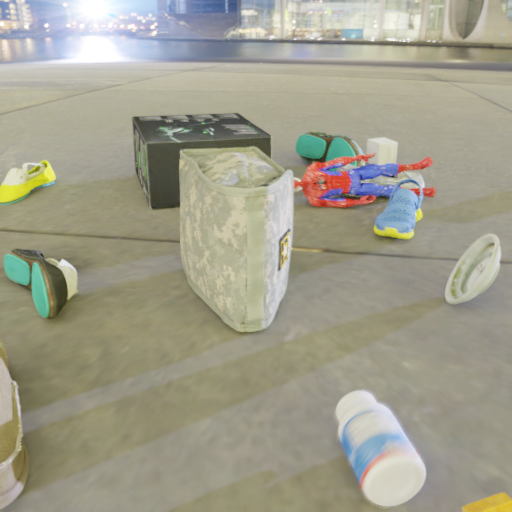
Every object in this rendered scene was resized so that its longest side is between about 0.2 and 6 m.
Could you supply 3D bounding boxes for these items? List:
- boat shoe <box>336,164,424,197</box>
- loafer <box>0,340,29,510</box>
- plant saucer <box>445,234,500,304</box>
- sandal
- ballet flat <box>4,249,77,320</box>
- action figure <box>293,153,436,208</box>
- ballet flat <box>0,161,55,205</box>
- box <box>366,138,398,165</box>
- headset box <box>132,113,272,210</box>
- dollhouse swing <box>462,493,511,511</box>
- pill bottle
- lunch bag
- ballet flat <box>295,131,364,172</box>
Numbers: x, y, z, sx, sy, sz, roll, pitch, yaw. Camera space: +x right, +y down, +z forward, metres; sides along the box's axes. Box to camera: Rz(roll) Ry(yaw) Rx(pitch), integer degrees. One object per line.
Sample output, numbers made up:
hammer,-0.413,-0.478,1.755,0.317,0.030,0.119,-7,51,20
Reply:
boat shoe,2.697,-1.690,12.119,2.169,0.695,0.799,-3,24,-17
loafer,-2.708,1.352,5.162,0.957,0.849,2.518,-13,27,-26
plant saucer,3.010,0.233,7.629,0.276,1.100,1.100,31,27,0
sandal,2.625,-0.871,10.216,0.741,0.811,1.864,11,27,18
ballet flat,-2.930,0.284,7.851,0.676,0.672,1.975,-8,24,-38
action figure,2.098,-1.524,11.391,3.109,1.017,0.804,-5,4,-8
ballet flat,-5.077,-1.668,12.230,0.614,0.616,1.837,6,25,15
box,3.229,-2.664,14.444,0.546,0.634,0.637,-9,26,-19
headset box,-1.260,-2.197,12.427,2.642,1.407,3.034,-7,25,-16
dollhouse swing,2.165,2.038,3.606,0.994,1.027,1.131,-28,30,-9
pill bottle,1.039,1.640,4.918,0.534,0.534,0.951,-4,24,-9
lunch bag,-0.228,-0.313,7.562,1.379,1.924,2.346,-5,24,-17
ballet flat,2.031,-2.451,13.650,1.074,1.074,2.892,-10,29,-21
